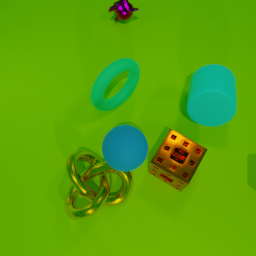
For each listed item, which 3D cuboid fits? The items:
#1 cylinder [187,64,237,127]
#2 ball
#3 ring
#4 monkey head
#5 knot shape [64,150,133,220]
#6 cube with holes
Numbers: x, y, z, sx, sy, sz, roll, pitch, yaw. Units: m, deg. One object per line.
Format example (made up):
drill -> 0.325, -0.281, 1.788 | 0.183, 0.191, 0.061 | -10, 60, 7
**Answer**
cylinder -> 2.417, -0.940, 8.079 | 1.309, 1.309, 1.309 | 14, 46, 6
ball -> -0.076, 0.520, 7.229 | 1.193, 1.193, 1.193 | 0, 68, 0
ring -> -0.353, -1.276, 8.451 | 1.843, 1.843, 0.369 | -40, 66, -15
monkey head -> -0.240, -4.140, 9.933 | 0.882, 1.226, 0.739 | -50, 118, -34
knot shape -> -1.002, 1.420, 7.789 | 2.003, 0.926, 1.875 | -25, 69, -16
cube with holes -> 1.359, 0.942, 7.927 | 1.126, 1.126, 1.126 | 30, 71, 12
